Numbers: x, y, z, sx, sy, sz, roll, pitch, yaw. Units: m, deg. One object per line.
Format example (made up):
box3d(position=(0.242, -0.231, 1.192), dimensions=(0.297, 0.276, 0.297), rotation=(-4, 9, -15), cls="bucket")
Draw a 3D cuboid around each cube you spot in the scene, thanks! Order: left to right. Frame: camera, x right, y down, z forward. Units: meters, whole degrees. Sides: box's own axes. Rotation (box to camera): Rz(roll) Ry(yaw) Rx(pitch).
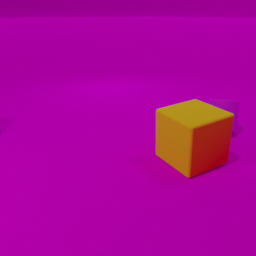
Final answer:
box3d(position=(1.412, 0.173, 6.154), dimensions=(1.174, 1.174, 1.174), rotation=(-16, 28, -26), cls="cube")

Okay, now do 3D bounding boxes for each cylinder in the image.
box3d(position=(2.574, -0.359, 7.633), dimensions=(0.803, 0.803, 0.803), rotation=(4, 5, 0), cls="cylinder")
